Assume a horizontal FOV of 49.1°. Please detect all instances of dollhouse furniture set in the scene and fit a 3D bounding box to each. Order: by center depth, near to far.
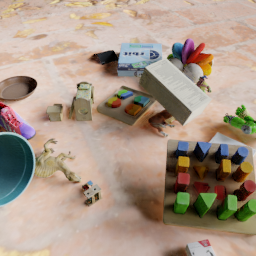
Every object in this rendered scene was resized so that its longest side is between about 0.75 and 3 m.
[{"bbox_3d":[-1.292,2.051,9.182,0.536,0.540,0.766,-29,51,-28],"label":"dollhouse furniture set"},{"bbox_3d":[-2.546,-1.469,12.553,1.937,1.218,2.190,-2,42,-2],"label":"dollhouse furniture set"}]

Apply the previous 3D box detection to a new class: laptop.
[{"bbox_3d":[-1.304,-4.141,16.367,1.072,0.625,1.210,-19,20,-21],"label":"laptop"}]

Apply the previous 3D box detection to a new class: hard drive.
[{"bbox_3d":[3.949,0.836,10.766,1.611,0.215,1.062,28,49,28],"label":"hard drive"}]

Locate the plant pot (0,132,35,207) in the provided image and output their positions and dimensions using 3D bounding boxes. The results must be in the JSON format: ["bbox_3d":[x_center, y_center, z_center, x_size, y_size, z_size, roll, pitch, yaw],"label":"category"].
[{"bbox_3d":[-4.652,1.139,9.079,2.181,2.321,2.321,9,40,33],"label":"plant pot"}]

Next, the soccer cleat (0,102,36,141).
[{"bbox_3d":[-4.785,-0.320,11.493,2.573,0.942,0.878,30,50,29],"label":"soccer cleat"}]

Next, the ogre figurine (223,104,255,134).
[{"bbox_3d":[5.384,-0.230,11.287,2.563,1.257,1.536,14,24,-6],"label":"ogre figurine"}]

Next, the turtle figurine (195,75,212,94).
[{"bbox_3d":[3.418,-1.644,13.278,1.017,1.413,1.370,19,63,-18],"label":"turtle figurine"}]

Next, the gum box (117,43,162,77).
[{"bbox_3d":[0.708,-3.831,15.606,2.370,0.621,2.790,2,42,2],"label":"gum box"}]

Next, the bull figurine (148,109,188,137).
[{"bbox_3d":[1.813,-0.478,11.873,2.005,0.653,1.217,-32,57,-24],"label":"bull figurine"}]

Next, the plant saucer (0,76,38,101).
[{"bbox_3d":[-5.403,-1.875,13.642,2.029,0.371,2.029,-1,42,1],"label":"plant saucer"}]

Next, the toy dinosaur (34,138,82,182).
[{"bbox_3d":[-2.977,1.147,9.966,2.936,0.854,1.484,8,44,9],"label":"toy dinosaur"}]

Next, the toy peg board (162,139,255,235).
[{"bbox_3d":[2.599,1.516,8.525,2.854,1.396,2.842,5,61,5],"label":"toy peg board"}]

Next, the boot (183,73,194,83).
[{"bbox_3d":[2.097,-2.284,13.434,0.999,1.241,2.747,-27,49,-27],"label":"boot"}]

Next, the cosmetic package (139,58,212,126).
[{"bbox_3d":[1.905,-1.540,11.602,1.405,0.992,2.714,-30,69,-33],"label":"cosmetic package"}]

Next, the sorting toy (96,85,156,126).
[{"bbox_3d":[-0.029,-1.156,12.819,2.053,0.405,2.218,22,47,23],"label":"sorting toy"}]

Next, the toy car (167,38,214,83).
[{"bbox_3d":[3.206,-3.640,14.467,2.495,1.871,2.183,23,48,24],"label":"toy car"}]

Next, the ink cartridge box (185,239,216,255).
[{"bbox_3d":[2.046,3.587,7.603,0.672,0.380,0.916,-9,42,-11],"label":"ink cartridge box"}]
